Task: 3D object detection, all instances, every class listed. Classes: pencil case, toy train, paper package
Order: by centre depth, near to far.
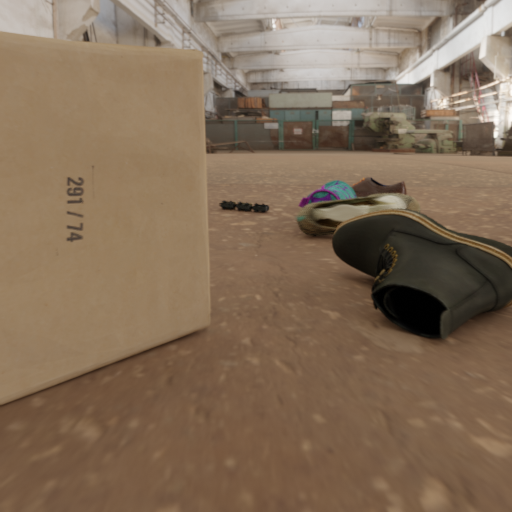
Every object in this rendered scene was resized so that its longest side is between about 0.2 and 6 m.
[{"bbox_3d":[-1.940,-0.515,5.470,1.579,3.052,2.909,12,18,41],"label":"paper package"},{"bbox_3d":[1.734,-1.208,13.129,1.022,0.941,2.212,29,18,9],"label":"pencil case"},{"bbox_3d":[-0.333,-1.366,15.415,1.558,0.266,0.357,8,12,29],"label":"toy train"}]

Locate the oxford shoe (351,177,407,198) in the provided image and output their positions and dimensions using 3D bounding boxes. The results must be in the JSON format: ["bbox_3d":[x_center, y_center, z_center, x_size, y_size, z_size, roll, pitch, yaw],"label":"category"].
[{"bbox_3d":[2.879,-1.735,15.501,2.559,0.933,0.912,5,14,20],"label":"oxford shoe"}]

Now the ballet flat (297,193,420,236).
[{"bbox_3d":[2.210,-0.849,11.563,2.691,0.913,1.013,-5,-6,-4],"label":"ballet flat"}]

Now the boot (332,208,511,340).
[{"bbox_3d":[1.724,0.140,7.278,1.995,1.117,2.884,-18,21,-40],"label":"boot"}]
